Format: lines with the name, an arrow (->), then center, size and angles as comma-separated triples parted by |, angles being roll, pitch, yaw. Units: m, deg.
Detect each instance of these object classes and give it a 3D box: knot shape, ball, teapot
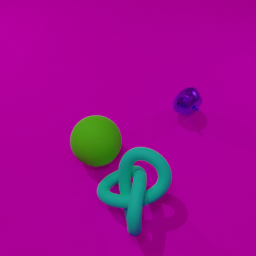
knot shape -> 0.023, 1.217, 5.773 | 1.588, 0.784, 1.697 | 6, 75, 53
ball -> -0.734, 0.299, 6.473 | 1.176, 1.176, 1.176 | 0, 58, 0
teapot -> 1.564, -0.650, 7.166 | 0.785, 1.263, 0.618 | -44, 68, 2
